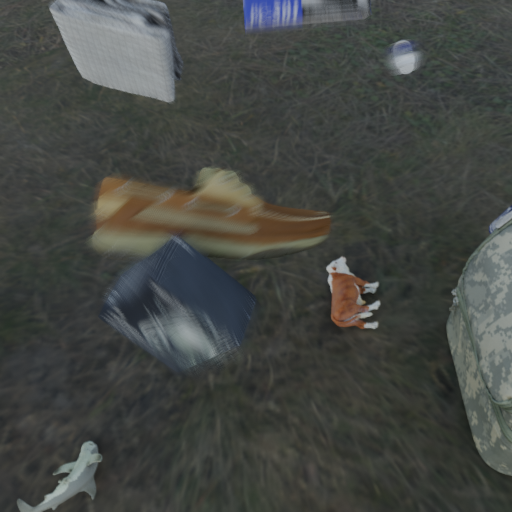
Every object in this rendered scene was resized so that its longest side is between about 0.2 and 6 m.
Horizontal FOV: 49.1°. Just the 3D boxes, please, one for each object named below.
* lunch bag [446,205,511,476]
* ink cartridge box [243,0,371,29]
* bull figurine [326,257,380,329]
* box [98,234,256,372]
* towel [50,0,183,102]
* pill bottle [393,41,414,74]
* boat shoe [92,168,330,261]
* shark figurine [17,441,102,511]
[{"bbox_3d":[3.863,1.024,7.322,2.078,2.501,2.982,2,46,2],"label":"lunch bag"},{"bbox_3d":[0.800,-4.286,9.067,2.040,0.959,0.451,-5,15,-2],"label":"ink cartridge box"},{"bbox_3d":[1.562,0.617,9.168,0.854,0.458,1.407,5,46,5],"label":"bull figurine"},{"bbox_3d":[-0.868,0.567,6.218,1.193,1.173,0.739,40,43,-21],"label":"box"},{"bbox_3d":[-2.342,-3.793,9.904,2.052,1.699,0.878,15,66,7],"label":"towel"},{"bbox_3d":[2.952,-3.946,11.163,0.362,0.362,0.653,-1,57,-1],"label":"pill bottle"},{"bbox_3d":[-0.501,-0.540,6.912,2.942,1.086,1.113,-2,8,-16],"label":"boat shoe"},{"bbox_3d":[-2.273,2.910,6.956,0.768,0.537,1.286,-9,25,41],"label":"shark figurine"}]
